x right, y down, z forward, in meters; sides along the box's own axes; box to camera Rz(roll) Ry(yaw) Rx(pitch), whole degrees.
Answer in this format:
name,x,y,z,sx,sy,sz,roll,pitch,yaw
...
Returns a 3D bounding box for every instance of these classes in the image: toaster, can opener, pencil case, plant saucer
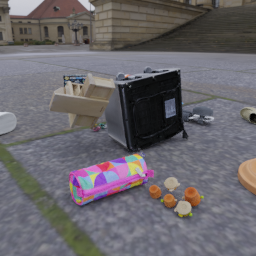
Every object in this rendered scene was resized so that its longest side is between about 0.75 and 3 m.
name,x,y,z,sx,sy,sz,roll,pitch,yaw
toaster,0.596,-0.632,9.544,2.437,2.696,1.599,-19,24,-26
can opener,2.593,-0.700,12.043,2.303,0.770,0.614,16,25,38
pencil case,-0.404,1.184,6.693,1.963,0.867,0.867,-13,23,-28
plant saucer,4.017,1.261,7.153,2.246,0.363,2.246,0,20,0

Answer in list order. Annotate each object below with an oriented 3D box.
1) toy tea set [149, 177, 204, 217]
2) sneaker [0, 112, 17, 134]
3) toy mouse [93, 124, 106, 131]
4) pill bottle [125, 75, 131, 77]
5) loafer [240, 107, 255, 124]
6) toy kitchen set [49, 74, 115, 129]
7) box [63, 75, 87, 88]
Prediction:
name,x,y,z,sx,sy,sz,roll,pitch,yaw
toy tea set,1.076,1.576,6.394,1.225,0.453,0.728,23,59,41
sneaker,-5.700,-0.057,10.019,1.682,1.073,2.911,6,11,22
toy mouse,-1.153,-0.011,11.019,0.734,0.160,0.825,7,21,19
pill bottle,0.830,-2.095,15.063,2.400,1.370,1.370,13,23,31
loafer,5.263,-0.520,11.844,0.514,0.570,1.506,-2,19,-23
toy kitchen set,-1.598,-1.205,8.421,1.558,1.909,1.723,5,50,-29
box,-3.031,-2.546,16.609,1.512,1.202,0.348,0,20,1
